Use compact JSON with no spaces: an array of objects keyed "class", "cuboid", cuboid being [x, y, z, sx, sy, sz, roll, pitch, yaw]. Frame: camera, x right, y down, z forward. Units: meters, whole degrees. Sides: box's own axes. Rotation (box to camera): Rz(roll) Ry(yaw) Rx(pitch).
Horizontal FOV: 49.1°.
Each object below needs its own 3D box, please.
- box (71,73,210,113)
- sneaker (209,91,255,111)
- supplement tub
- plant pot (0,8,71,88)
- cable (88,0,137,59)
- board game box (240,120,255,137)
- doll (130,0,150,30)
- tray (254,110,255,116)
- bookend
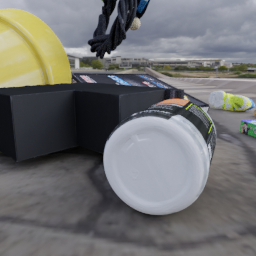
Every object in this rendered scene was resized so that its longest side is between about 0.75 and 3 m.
[{"class":"box","cuboid":[0.245,-0.793,7.783,2.830,0.708,2.852,-6,30,-33]},{"class":"sneaker","cuboid":[3.952,-0.946,10.628,0.958,0.691,1.824,8,12,-31]},{"class":"supplement tub","cuboid":[0.542,0.223,3.660,1.136,1.136,1.853,5,13,21]},{"class":"plant pot","cuboid":[-3.266,-1.076,6.503,2.918,2.918,2.746,5,29,22]},{"class":"cable","cuboid":[-0.516,-3.049,7.720,0.717,2.302,2.822,20,29,-25]},{"class":"board game box","cuboid":[4.021,0.052,6.419,2.263,0.329,1.523,-3,13,-15]},{"class":"doll","cuboid":[0.447,-3.995,8.675,0.490,2.021,1.379,16,-1,-9]},{"class":"tray","cuboid":[4.428,-0.377,8.682,0.603,0.227,1.224,2,11,6]},{"class":"bookend","cuboid":[-0.882,-0.064,4.805,2.657,1.224,2.641,12,18,41]}]
